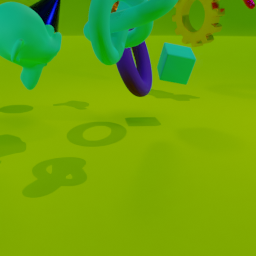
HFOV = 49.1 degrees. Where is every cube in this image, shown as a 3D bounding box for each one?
[{"bbox_3d":[1.179,-1.599,6.960,0.710,0.710,0.710,9,37,-8],"label":"cube"}]

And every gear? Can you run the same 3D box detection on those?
[{"bbox_3d":[2.386,-3.924,9.747,0.382,2.066,2.066,-19,27,-30],"label":"gear"}]

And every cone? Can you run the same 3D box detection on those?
[{"bbox_3d":[-2.060,-3.292,7.516,1.018,1.022,1.018,35,14,-10],"label":"cone"}]

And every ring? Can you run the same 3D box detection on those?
[{"bbox_3d":[0.120,-1.521,5.997,0.349,1.747,1.747,-12,15,20],"label":"ring"}]

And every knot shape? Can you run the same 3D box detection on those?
[{"bbox_3d":[-0.058,-1.437,3.772,1.519,0.702,1.422,-46,8,-18],"label":"knot shape"}]

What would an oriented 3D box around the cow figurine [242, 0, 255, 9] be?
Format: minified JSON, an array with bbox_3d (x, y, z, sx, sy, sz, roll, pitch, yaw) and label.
[{"bbox_3d":[3.587,-4.567,8.586,0.799,1.456,1.433,-31,59,14],"label":"cow figurine"}]

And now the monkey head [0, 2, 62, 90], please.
[{"bbox_3d":[-1.964,-1.445,5.019,1.191,1.422,1.977,8,28,-44],"label":"monkey head"}]

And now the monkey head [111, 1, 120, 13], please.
[{"bbox_3d":[-0.430,-3.491,7.868,1.047,1.456,0.877,17,-15,-43],"label":"monkey head"}]
